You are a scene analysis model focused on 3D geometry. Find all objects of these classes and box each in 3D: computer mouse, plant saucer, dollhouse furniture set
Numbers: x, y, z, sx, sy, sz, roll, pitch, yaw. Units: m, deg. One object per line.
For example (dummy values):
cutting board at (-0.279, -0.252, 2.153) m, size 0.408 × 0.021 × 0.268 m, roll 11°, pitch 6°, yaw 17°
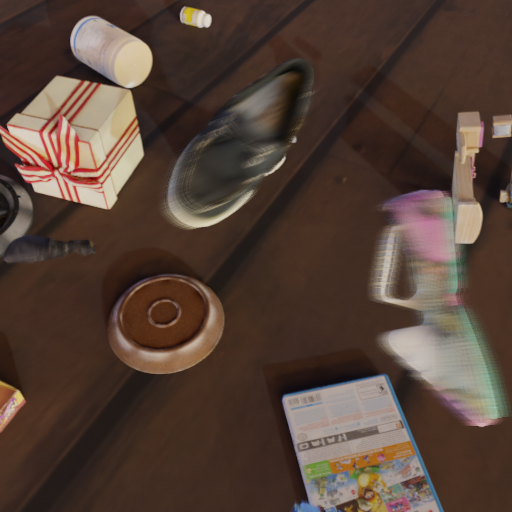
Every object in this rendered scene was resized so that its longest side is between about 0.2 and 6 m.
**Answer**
computer mouse at (-2.777, -0.126, 7.312) m, size 1.207 × 0.836 × 0.318 m, roll -7°, pitch 87°, yaw 25°
plant saucer at (-1.468, 0.983, 9.008) m, size 1.888 × 0.303 × 1.888 m, roll -1°, pitch 51°, yaw 1°
dollhouse furniture set at (4.621, -1.304, 9.738) m, size 2.189 × 2.067 × 1.428 m, roll 0°, pitch 50°, yaw 15°

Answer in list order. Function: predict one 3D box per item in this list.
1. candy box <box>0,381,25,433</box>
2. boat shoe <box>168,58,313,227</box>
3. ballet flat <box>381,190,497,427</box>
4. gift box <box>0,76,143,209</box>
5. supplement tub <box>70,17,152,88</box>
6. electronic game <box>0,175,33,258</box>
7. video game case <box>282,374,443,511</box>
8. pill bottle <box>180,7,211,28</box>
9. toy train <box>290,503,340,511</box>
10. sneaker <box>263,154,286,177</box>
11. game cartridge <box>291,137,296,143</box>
candy box at (-4.195, 2.063, 8.035) m, size 1.453 × 0.410 × 0.848 m, roll 21°, pitch 52°, yaw 14°
boat shoe at (-0.087, -1.780, 8.151) m, size 1.208 × 1.072 × 3.233 m, roll 43°, pitch 61°, yaw 1°
ballet flat at (1.851, 0.532, 6.104) m, size 0.929 × 0.903 × 2.612 m, roll -8°, pitch 73°, yaw 7°
gift box at (-3.448, -2.192, 10.543) m, size 1.895 × 2.053 × 1.918 m, roll 10°, pitch 52°, yaw 15°
supplement tub at (-3.441, -4.835, 13.258) m, size 1.742 × 1.149 × 1.149 m, roll 35°, pitch 59°, yaw 25°
electronic game at (-5.293, -0.707, 10.263) m, size 2.281 × 0.475 × 2.281 m, roll 5°, pitch 53°, yaw -6°
video game case at (1.402, 2.779, 7.577) m, size 1.613 × 0.201 × 2.254 m, roll -9°, pitch 51°, yaw -8°
pill bottle at (-1.615, -6.371, 14.997) m, size 0.752 × 0.423 × 0.423 m, roll 21°, pitch 53°, yaw 15°
toy train at (0.441, 1.981, 3.997) m, size 0.498 × 0.872 × 0.378 m, roll 19°, pitch 74°, yaw 8°
sneaker at (-0.368, -2.025, 11.159) m, size 2.065 × 0.826 × 0.761 m, roll -12°, pitch 50°, yaw -12°
game cartridge at (0.316, -2.918, 12.264) m, size 0.901 × 0.274 × 1.352 m, roll -3°, pitch 50°, yaw -7°
